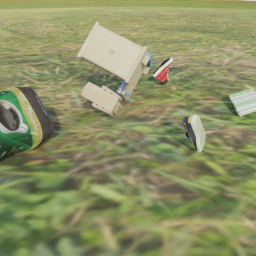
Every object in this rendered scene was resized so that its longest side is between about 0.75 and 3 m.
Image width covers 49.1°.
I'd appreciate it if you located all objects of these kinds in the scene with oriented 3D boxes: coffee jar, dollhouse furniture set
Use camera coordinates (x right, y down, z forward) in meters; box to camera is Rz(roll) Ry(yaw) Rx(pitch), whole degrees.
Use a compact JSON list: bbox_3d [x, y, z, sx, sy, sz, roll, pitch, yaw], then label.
[{"bbox_3d":[-2.883,0.065,5.632,1.188,1.451,2.783,-30,-2,38],"label":"coffee jar"},{"bbox_3d":[-0.487,-1.559,8.416,1.539,2.227,2.359,29,-2,7],"label":"dollhouse furniture set"}]

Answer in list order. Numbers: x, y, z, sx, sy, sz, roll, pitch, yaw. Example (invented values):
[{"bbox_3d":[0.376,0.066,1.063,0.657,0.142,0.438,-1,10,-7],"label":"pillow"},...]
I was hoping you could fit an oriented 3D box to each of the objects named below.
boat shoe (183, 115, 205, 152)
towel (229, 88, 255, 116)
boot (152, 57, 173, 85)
[{"bbox_3d":[1.426,0.116,6.013,0.323,1.039,0.388,7,51,35],"label":"boat shoe"},{"bbox_3d":[3.539,-0.786,8.373,0.777,0.160,1.042,-16,35,12],"label":"towel"},{"bbox_3d":[1.442,-2.073,10.308,0.681,0.944,0.342,37,23,-21],"label":"boot"}]
